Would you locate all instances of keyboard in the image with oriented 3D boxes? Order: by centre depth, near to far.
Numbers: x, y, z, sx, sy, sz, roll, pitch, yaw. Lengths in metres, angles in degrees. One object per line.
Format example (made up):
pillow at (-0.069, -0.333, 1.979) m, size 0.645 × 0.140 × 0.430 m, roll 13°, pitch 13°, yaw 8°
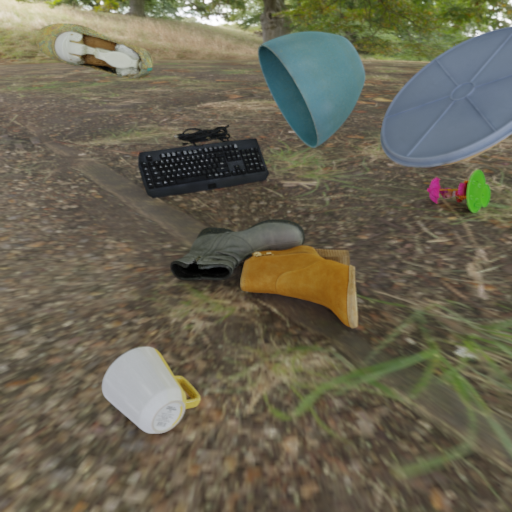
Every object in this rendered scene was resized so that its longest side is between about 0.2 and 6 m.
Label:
keyboard at (-1.194, -2.304, 12.766) m, size 3.073 × 0.609 × 1.599 m, roll -14°, pitch 72°, yaw -28°

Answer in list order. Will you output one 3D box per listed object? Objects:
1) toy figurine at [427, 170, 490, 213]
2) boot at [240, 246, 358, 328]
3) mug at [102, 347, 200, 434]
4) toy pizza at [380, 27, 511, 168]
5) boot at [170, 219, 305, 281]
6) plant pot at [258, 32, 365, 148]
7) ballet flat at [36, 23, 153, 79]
toy figurine at (4.142, -1.343, 11.649) m, size 1.054 × 0.860 × 1.145 m, roll 10°, pitch 2°, yaw 43°
boot at (0.554, 0.413, 7.643) m, size 1.556 × 0.765 × 2.174 m, roll -4°, pitch 19°, yaw 5°
mug at (-0.979, 1.336, 5.546) m, size 0.853 × 0.683 × 0.700 m, roll -24°, pitch 41°, yaw -32°
toy pizza at (2.905, -2.121, 7.687) m, size 2.571 × 0.407 × 2.571 m, roll -30°, pitch 35°, yaw 24°
boot at (-0.259, 0.014, 8.612) m, size 1.915 × 0.649 × 1.251 m, roll -5°, pitch 26°, yaw 18°
plant pot at (1.106, -3.110, 9.861) m, size 1.342 × 1.992 × 1.992 m, roll -31°, pitch 28°, yaw -2°
ballet flat at (-2.678, -3.362, 9.230) m, size 1.945 × 0.687 × 0.687 m, roll 12°, pitch 22°, yaw -10°
